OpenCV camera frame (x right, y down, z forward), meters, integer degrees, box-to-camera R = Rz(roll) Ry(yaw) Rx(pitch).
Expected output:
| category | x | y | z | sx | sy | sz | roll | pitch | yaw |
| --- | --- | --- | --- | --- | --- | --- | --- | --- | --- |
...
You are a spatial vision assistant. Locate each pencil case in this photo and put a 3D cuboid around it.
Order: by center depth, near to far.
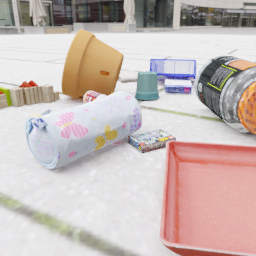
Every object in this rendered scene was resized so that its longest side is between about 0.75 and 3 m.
| category | x | y | z | sx | sy | sz | roll | pitch | yaw |
| --- | --- | --- | --- | --- | --- | --- | --- | --- | --- |
| pencil case | -0.886 | -0.059 | 6.230 | 1.211 | 1.110 | 2.670 | 36 | 38 | 31 |

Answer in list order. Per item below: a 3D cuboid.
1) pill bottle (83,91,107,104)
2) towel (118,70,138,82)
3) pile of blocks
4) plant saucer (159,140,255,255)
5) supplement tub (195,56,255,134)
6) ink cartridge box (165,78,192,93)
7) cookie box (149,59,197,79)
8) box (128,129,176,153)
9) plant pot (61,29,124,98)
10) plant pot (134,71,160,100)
| category | x | y | z | sx | sy | sz | roll | pitch | yaw |
| --- | --- | --- | --- | --- | --- | --- | --- | --- | --- |
| pill bottle | -0.955 | -0.848 | 8.959 | 0.539 | 0.539 | 0.954 | -19 | 29 | -38 |
| towel | -0.020 | -2.498 | 13.330 | 1.149 | 0.299 | 1.734 | -8 | 24 | -17 |
| pile of blocks | -3.675 | -1.237 | 9.567 | 2.569 | 0.798 | 1.055 | -11 | 25 | -26 |
| plant saucer | 1.955 | 1.070 | 4.280 | 2.839 | 0.521 | 2.833 | 4 | 22 | 8 |
| supplement tub | 3.056 | -0.946 | 7.596 | 1.727 | 1.727 | 2.819 | -3 | 22 | -6 |
| ink cartridge box | 2.021 | -1.723 | 11.345 | 1.044 | 0.367 | 1.750 | 3 | 19 | 7 |
| cookie box | 2.029 | -2.565 | 12.315 | 1.919 | 0.721 | 1.642 | 5 | 5 | 14 |
| box | 0.567 | 0.290 | 6.621 | 0.951 | 0.190 | 0.651 | -12 | 25 | -26 |
| plant pot | -1.162 | -2.070 | 9.994 | 1.668 | 2.383 | 2.383 | 17 | 23 | -2 |
| plant pot | 0.697 | -1.562 | 10.142 | 0.935 | 0.915 | 0.935 | 0 | 19 | 0 |
